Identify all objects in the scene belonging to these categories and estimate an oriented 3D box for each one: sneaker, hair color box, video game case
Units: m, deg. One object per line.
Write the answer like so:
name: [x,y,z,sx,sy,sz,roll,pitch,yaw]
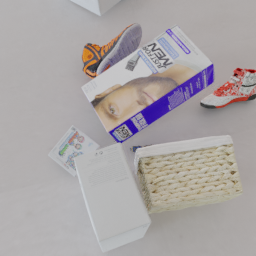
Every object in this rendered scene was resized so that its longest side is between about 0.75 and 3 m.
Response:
sneaker: [2.760,-1.128,7.655,1.714,0.919,0.572,-12,29,-10]
sneaker: [-0.584,-2.391,8.279,1.216,0.842,2.171,29,71,31]
hair color box: [0.496,-1.120,7.227,2.983,0.967,1.630,-34,62,3]
video game case: [-1.345,0.560,6.976,0.892,0.116,0.980,36,81,11]

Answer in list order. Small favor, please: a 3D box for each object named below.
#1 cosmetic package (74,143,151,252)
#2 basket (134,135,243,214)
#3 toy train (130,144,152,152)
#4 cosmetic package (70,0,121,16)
cosmetic package: [-0.353,1.506,5.830,1.029,1.669,1.674,-18,62,-12]
basket: [1.267,1.086,6.242,2.088,1.416,1.288,-7,68,-4]
toy train: [0.528,0.518,7.169,0.956,0.219,0.163,-4,96,-8]
cosmetic package: [-1.088,-5.324,9.721,2.130,1.314,2.137,35,67,23]
